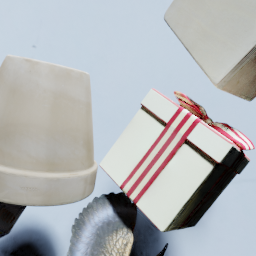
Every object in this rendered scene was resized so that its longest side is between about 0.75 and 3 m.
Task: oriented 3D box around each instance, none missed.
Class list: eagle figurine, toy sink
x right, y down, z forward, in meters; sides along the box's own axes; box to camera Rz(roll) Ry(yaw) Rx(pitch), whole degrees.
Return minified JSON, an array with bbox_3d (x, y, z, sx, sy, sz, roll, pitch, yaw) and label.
[{"bbox_3d":[-0.077,2.488,4.434,1.952,2.587,1.963,11,102,-7],"label":"eagle figurine"},{"bbox_3d":[2.030,-1.955,5.481,1.337,1.555,2.386,11,41,-38],"label":"toy sink"}]

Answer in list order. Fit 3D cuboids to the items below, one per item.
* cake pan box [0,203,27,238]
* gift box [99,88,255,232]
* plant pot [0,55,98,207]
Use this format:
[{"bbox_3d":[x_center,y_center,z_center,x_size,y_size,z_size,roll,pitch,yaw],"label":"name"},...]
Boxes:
[{"bbox_3d":[-2.217,1.337,5.606,0.460,1.620,1.759,39,51,-15],"label":"cake pan box"},{"bbox_3d":[1.032,0.542,5.585,2.055,2.227,2.079,40,100,28],"label":"gift box"},{"bbox_3d":[-1.717,-0.097,5.389,2.631,2.631,2.283,13,98,3],"label":"plant pot"}]
